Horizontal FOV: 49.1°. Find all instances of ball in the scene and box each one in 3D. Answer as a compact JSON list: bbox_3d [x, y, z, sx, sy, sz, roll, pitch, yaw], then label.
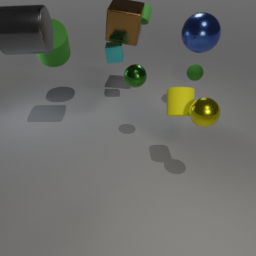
[{"bbox_3d":[0.223,-1.584,8.527,0.700,0.700,0.700,0,31,0],"label":"ball"},{"bbox_3d":[2.643,-3.445,10.171,1.400,1.400,1.400,0,31,0],"label":"ball"},{"bbox_3d":[2.858,-2.363,11.940,0.700,0.700,0.700,0,31,0],"label":"ball"},{"bbox_3d":[1.784,-0.364,6.516,0.700,0.700,0.700,0,31,0],"label":"ball"}]

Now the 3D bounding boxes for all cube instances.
[{"bbox_3d":[-0.128,-4.604,12.140,1.400,1.400,1.400,11,45,3],"label":"cube"},{"bbox_3d":[-0.570,-3.206,11.865,0.700,0.700,0.700,-4,34,2],"label":"cube"}]

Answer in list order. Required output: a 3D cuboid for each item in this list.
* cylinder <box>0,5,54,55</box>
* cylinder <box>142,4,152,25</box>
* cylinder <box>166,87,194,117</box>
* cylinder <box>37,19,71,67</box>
[{"bbox_3d":[-3.142,-2.971,8.534,1.400,1.400,1.400,-2,31,1],"label":"cylinder"},{"bbox_3d":[0.695,-5.281,12.996,0.700,0.700,0.700,14,-5,1],"label":"cylinder"},{"bbox_3d":[1.354,-0.664,7.257,0.700,0.700,0.700,1,-1,0],"label":"cylinder"},{"bbox_3d":[-3.091,-3.394,11.276,1.400,1.400,1.400,1,74,-5],"label":"cylinder"}]
